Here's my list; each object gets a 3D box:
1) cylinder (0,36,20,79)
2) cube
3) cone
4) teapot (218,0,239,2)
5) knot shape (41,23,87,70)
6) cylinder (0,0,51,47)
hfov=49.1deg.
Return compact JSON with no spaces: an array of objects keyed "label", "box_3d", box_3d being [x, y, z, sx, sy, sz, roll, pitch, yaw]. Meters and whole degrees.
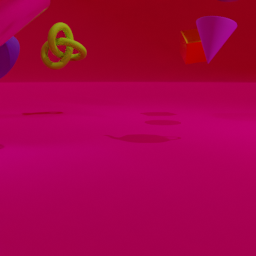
[{"label":"cylinder","box_3d":[-3.288,-1.845,6.121,1.254,1.254,1.254,6,-19,28]},{"label":"cube","box_3d":[2.637,-3.227,11.025,0.962,0.962,0.962,-9,47,-2]},{"label":"cone","box_3d":[2.590,-2.594,8.620,1.224,1.229,1.224,11,3,-1]},{"label":"teapot","box_3d":[2.082,-3.237,5.884,1.927,1.198,0.944,23,-4,-5]},{"label":"knot shape","box_3d":[-2.636,-3.301,11.157,1.816,1.699,0.839,-13,38,-11]},{"label":"cylinder","box_3d":[-2.265,-2.319,4.876,1.294,1.294,1.294,-49,32,-19]}]
